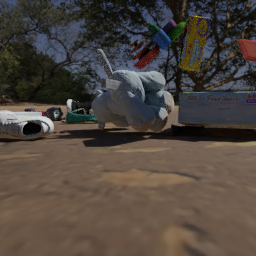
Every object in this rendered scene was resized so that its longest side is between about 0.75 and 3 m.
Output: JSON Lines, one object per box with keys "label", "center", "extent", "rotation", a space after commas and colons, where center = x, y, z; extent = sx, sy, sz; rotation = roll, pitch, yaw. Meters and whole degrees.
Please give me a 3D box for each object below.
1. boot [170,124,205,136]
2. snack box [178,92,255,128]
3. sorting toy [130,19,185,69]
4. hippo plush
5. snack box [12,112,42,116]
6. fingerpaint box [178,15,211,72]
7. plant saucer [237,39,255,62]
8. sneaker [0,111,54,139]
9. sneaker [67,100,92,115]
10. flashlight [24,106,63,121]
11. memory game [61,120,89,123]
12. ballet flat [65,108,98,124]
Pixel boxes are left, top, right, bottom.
{"label": "boot", "center": [1.701, 0.077, 7.941], "extent": [0.966, 0.317, 0.796], "rotation": [6, 8, 10]}
{"label": "snack box", "center": [2.945, -0.502, 8.815], "extent": [2.455, 0.985, 2.912], "rotation": [2, 0, 15]}
{"label": "sorting toy", "center": [0.971, -3.193, 9.935], "extent": [2.429, 0.997, 1.460], "rotation": [-42, 9, -1]}
{"label": "hippo plush", "center": [-0.175, -0.594, 8.924], "extent": [2.825, 2.250, 2.272], "rotation": [9, -30, -35]}
{"label": "snack box", "center": [-4.890, -0.466, 12.377], "extent": [1.234, 0.460, 1.736], "rotation": [3, 6, 28]}
{"label": "fingerpaint box", "center": [1.894, -2.517, 8.240], "extent": [0.530, 1.446, 1.206], "rotation": [7, 24, -1]}
{"label": "plant saucer", "center": [3.784, -2.329, 8.421], "extent": [0.849, 0.156, 0.850], "rotation": [46, -4, -36]}
{"label": "sneaker", "center": [-2.947, -0.075, 7.184], "extent": [1.921, 0.719, 0.957], "rotation": [-1, 6, -5]}
{"label": "sneaker", "center": [-2.313, -0.996, 14.850], "extent": [1.558, 1.017, 2.784], "rotation": [-1, 5, -2]}
{"label": "flashlight", "center": [-4.234, -0.732, 13.834], "extent": [2.139, 0.724, 0.727], "rotation": [4, 6, 28]}
{"label": "memory game", "center": [-2.398, -0.325, 12.897], "extent": [1.322, 0.084, 1.322], "rotation": [-1, 6, 0]}
{"label": "ballet flat", "center": [-1.768, -0.525, 12.077], "extent": [1.822, 0.641, 0.613], "rotation": [-1, 7, -15]}
